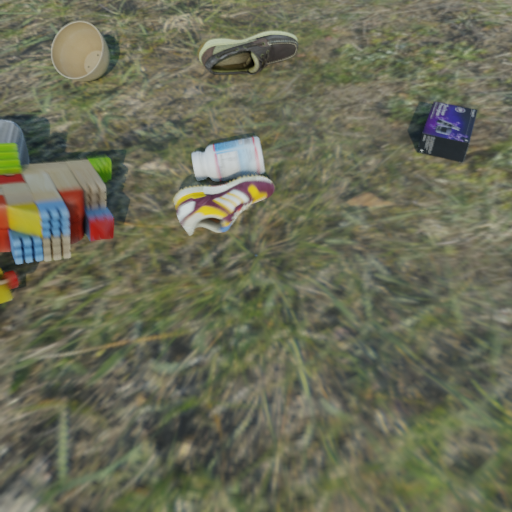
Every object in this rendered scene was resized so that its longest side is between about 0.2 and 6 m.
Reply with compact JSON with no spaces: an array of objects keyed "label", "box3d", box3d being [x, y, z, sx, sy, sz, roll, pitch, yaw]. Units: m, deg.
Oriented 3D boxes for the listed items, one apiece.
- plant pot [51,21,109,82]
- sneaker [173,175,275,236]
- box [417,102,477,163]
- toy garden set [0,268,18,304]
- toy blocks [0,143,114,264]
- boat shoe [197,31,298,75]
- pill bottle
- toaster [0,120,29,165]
[{"label":"plant pot","box3d":[-3.985,-4.678,13.176,1.328,0.891,1.328,0,88,14]},{"label":"sneaker","box3d":[-0.455,-0.803,9.538,1.826,0.684,0.823,-14,69,-19]},{"label":"box","box3d":[3.936,-2.563,11.497,0.937,0.524,1.328,18,48,13]},{"label":"toy garden set","box3d":[-4.925,0.415,8.429,2.032,0.486,2.437,-19,33,-34]},{"label":"toy blocks","box3d":[-3.447,-0.666,8.587,3.028,1.513,2.070,-10,34,-28]},{"label":"boat shoe","box3d":[-0.105,-4.761,13.476,2.523,0.924,0.818,-14,61,-13]},{"label":"pill bottle","box3d":[-0.525,-1.790,10.556,1.294,0.704,0.704,-10,46,1]},{"label":"toaster","box3d":[-5.022,-1.639,10.033,2.314,1.315,1.495,-6,44,-9]}]
